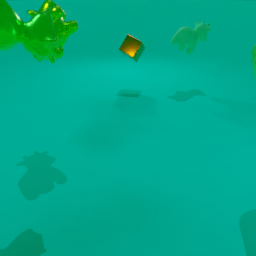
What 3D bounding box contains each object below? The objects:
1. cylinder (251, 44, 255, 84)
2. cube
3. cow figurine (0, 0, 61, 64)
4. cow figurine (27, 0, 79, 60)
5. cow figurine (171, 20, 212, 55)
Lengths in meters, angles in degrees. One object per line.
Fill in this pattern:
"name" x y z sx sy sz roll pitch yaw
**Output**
"cylinder" 2.852 -0.981 4.870 1.196 1.196 1.196 4 53 9
"cube" 0.178 -3.309 11.671 0.726 0.726 0.726 32 5 13
"cow figurine" -1.983 -1.503 4.551 1.580 1.554 0.867 -48 16 -29
"cow figurine" -1.971 -2.358 6.811 1.671 0.932 1.698 5 68 45
"cow figurine" 2.623 -3.822 11.438 0.866 1.553 1.578 40 16 34
